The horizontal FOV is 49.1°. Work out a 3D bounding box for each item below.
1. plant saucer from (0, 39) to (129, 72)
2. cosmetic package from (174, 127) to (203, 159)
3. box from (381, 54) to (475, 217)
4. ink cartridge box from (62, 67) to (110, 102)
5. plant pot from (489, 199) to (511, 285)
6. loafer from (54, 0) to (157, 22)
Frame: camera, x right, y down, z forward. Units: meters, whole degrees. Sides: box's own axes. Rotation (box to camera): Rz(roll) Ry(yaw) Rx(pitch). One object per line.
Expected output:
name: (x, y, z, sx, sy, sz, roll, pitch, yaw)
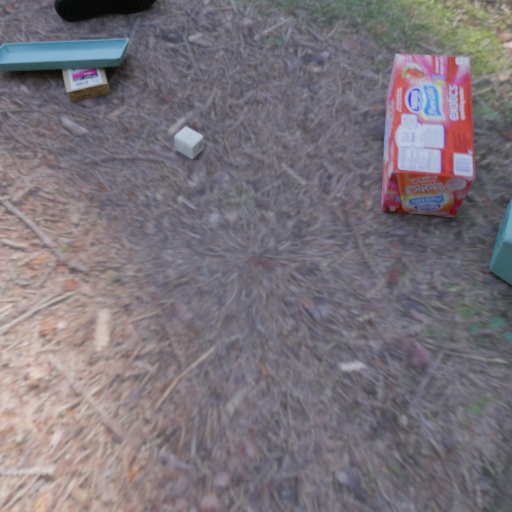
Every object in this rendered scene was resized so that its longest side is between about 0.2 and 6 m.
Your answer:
plant saucer: (-4.258, -4.357, 12.191, 2.904, 0.275, 1.015, 0, 44, 3)
cosmetic package: (-1.337, -2.253, 11.175, 0.449, 0.376, 0.373, 31, 60, 16)
box: (3.194, -2.298, 10.588, 1.425, 1.365, 2.859, 6, 63, 6)
ink cartridge box: (-3.650, -3.751, 12.038, 0.880, 0.330, 0.725, -16, 64, -8)
plant pot: (5.309, -0.086, 9.352, 2.366, 1.672, 1.672, 16, 62, 17)
loafer: (-3.492, -6.233, 13.065, 2.479, 0.905, 0.884, -11, 62, -6)
